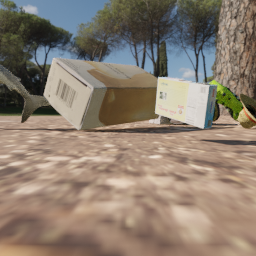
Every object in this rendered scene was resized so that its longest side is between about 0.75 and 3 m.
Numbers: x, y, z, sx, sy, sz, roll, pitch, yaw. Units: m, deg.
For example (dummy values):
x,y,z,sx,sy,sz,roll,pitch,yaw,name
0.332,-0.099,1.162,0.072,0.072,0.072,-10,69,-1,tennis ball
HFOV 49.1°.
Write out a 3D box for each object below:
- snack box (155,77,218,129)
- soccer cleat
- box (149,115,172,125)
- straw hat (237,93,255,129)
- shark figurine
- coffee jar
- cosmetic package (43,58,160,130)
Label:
x,y,z,sx,sy,sz,roll,pitch,yaw,name
0.741,-0.367,3.768,0.173,0.541,0.931,-7,19,-35,snack box
3.187,-0.806,8.557,1.942,0.787,0.656,31,-54,-30,soccer cleat
1.873,-0.448,10.567,2.666,0.552,0.516,-4,11,-44,box
3.084,-0.264,7.105,1.250,1.250,0.529,-3,-34,-46,straw hat
-3.417,-1.460,7.102,2.973,1.776,1.241,19,40,-6,shark figurine
2.368,-0.579,9.861,1.064,0.871,2.041,-5,-2,44,coffee jar
-0.396,-0.909,7.115,1.561,1.054,2.967,38,29,28,cosmetic package
